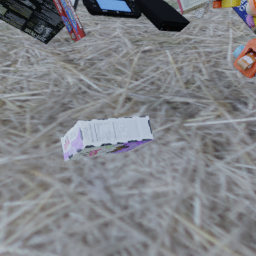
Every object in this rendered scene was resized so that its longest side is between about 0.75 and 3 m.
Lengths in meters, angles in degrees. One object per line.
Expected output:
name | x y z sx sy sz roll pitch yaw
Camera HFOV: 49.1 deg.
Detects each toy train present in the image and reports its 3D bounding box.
toy train | 2.322 -2.363 6.167 0.739 1.997 2.658 -21 66 -30

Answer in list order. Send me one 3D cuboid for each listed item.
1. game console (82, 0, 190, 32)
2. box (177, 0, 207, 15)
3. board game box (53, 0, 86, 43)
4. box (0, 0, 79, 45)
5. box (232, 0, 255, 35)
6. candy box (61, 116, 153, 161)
game console | 0.185 -3.055 7.300 2.719 0.328 1.604 -8 47 -28
box | 1.378 -3.161 6.441 0.560 0.875 0.477 -19 7 9
board game box | -0.774 -1.499 3.407 0.085 0.869 0.448 -19 23 13
box | -2.111 -2.736 5.892 1.713 1.403 0.738 23 65 -33
box | 3.272 -3.445 7.327 0.290 1.085 1.791 15 43 -49
candy box | -0.261 0.123 3.232 0.845 0.709 0.302 -6 77 -29
